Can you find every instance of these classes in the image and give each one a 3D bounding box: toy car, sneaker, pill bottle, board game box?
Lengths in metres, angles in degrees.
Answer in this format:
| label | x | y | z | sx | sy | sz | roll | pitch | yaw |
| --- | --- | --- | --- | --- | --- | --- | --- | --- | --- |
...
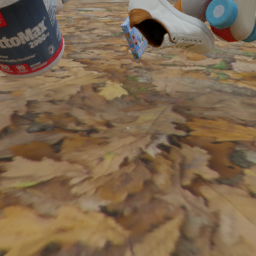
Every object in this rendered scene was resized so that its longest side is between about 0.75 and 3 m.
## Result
| label | x | y | z | sx | sy | sz | roll | pitch | yaw |
| --- | --- | --- | --- | --- | --- | --- | --- | --- | --- |
| toy car | 1.969 | -2.888 | 6.778 | 1.983 | 1.754 | 1.827 | 5 | 5 | 44 |
| sneaker | 0.942 | -1.971 | 6.103 | 2.392 | 1.013 | 0.871 | 18 | -18 | -31 |
| pill bottle | -2.262 | -2.318 | 5.090 | 1.605 | 2.684 | 1.605 | -2 | 62 | 3 |
| board game box | 0.216 | -2.748 | 8.365 | 0.202 | 1.105 | 0.836 | 0 | 44 | 30 |

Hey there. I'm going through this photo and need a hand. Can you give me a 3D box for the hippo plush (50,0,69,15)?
| label | x | y | z | sx | sy | sz | roll | pitch | yaw |
| --- | --- | --- | --- | --- | --- | --- | --- | --- | --- |
| hippo plush | -2.433 | -3.187 | 7.224 | 1.541 | 1.556 | 1.935 | 37 | 67 | -9 |
